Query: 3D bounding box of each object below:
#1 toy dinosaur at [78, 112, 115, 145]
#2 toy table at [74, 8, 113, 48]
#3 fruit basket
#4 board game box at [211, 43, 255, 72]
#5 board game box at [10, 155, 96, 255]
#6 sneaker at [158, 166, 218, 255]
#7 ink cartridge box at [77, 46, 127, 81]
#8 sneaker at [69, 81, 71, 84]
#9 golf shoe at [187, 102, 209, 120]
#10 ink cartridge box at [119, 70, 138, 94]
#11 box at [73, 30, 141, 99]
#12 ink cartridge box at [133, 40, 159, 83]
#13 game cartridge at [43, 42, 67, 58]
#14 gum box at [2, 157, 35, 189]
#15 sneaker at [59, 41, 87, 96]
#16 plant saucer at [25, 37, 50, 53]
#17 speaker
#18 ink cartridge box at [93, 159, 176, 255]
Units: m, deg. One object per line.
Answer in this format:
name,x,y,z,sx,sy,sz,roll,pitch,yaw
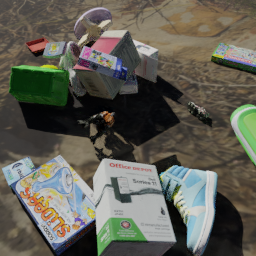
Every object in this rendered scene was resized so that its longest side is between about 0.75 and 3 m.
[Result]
toy dinosaur,-1.005,-0.235,10.233,1.366,2.012,1.028,-34,79,-15
toy table,-1.833,-5.255,15.023,2.148,2.337,1.368,31,31,-35
fruit basket,-3.670,-1.956,12.233,2.526,1.822,2.526,7,2,0
board game box,5.656,-3.698,14.536,2.294,0.334,1.544,21,48,19
board game box,-2.119,2.211,8.600,1.839,0.468,2.717,-32,54,-28
sneaker,1.564,2.229,8.187,1.816,1.106,2.782,14,38,11
ink cartridge box,-0.817,-2.268,9.832,1.764,0.370,1.052,19,36,-12
sneaker,-2.130,-2.289,13.109,1.587,0.579,0.612,5,19,5
golf shoe,2.879,-0.730,11.637,0.459,0.403,1.043,-17,52,-38
ink cartridge box,-0.041,-2.124,12.861,0.867,0.504,1.190,-5,47,-4
box,-0.834,-2.763,12.117,1.403,1.647,2.576,14,59,37
ink cartridge box,0.685,-3.229,13.365,2.262,1.325,0.762,32,53,27
game cartridge,-3.107,-3.306,11.911,1.058,0.214,0.705,2,74,23
gum box,-3.655,1.491,9.494,0.962,0.214,0.817,-25,50,-22
sneaker,-2.488,-2.529,12.551,1.192,2.399,0.935,-14,-4,33
plant saucer,-4.914,-4.541,15.454,1.146,0.210,1.144,-26,51,-25
speaker,4.705,0.469,9.809,1.261,1.261,2.850,-8,46,-8
ink cartridge box,0.065,2.187,7.846,1.825,1.034,2.490,10,41,-22
